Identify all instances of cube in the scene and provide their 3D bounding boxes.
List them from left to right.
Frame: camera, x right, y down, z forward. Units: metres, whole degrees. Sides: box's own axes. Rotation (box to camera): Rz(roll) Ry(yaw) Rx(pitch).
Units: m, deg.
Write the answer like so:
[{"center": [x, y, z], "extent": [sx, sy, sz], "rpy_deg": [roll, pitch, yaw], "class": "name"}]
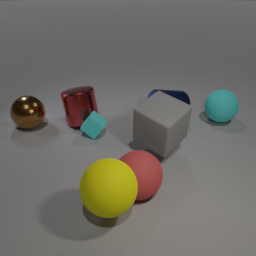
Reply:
[{"center": [-1.359, -0.129, 11.114], "extent": [0.700, 0.700, 0.700], "rpy_deg": [39, 22, -12], "class": "cube"}, {"center": [1.134, -0.158, 9.484], "extent": [1.400, 1.400, 1.400], "rpy_deg": [30, 50, 28], "class": "cube"}]

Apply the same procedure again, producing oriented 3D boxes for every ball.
[{"center": [-4.153, -0.650, 11.657], "extent": [1.400, 1.400, 1.400], "rpy_deg": [0, 28, 0], "class": "ball"}, {"center": [-0.467, 1.440, 6.782], "extent": [1.400, 1.400, 1.400], "rpy_deg": [0, 28, 0], "class": "ball"}, {"center": [0.294, 1.337, 7.986], "extent": [1.400, 1.400, 1.400], "rpy_deg": [0, 28, 0], "class": "ball"}, {"center": [4.029, -0.945, 12.059], "extent": [1.400, 1.400, 1.400], "rpy_deg": [0, 28, 0], "class": "ball"}]

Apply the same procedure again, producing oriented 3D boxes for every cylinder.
[{"center": [-2.032, -0.947, 11.958], "extent": [1.400, 1.400, 1.400], "rpy_deg": [-8, 21, 3], "class": "cylinder"}, {"center": [1.688, -0.912, 11.894], "extent": [1.400, 1.400, 1.400], "rpy_deg": [-1, 26, -27], "class": "cylinder"}]
